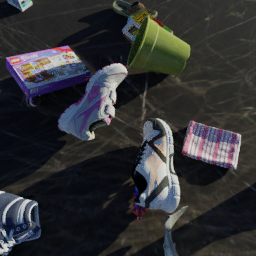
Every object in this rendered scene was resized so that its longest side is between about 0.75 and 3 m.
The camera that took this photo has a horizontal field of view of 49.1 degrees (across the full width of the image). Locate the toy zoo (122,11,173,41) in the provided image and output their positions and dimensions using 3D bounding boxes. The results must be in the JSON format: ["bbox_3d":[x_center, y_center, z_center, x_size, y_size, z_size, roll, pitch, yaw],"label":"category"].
[{"bbox_3d":[0.621,-3.668,10.484,1.189,0.185,1.812,-42,68,-5],"label":"toy zoo"}]

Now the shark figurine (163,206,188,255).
[{"bbox_3d":[1.388,3.228,6.523,1.030,1.475,2.469,6,39,-25],"label":"shark figurine"}]

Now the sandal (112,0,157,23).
[{"bbox_3d":[0.220,-4.665,11.001,1.915,0.547,0.761,23,63,13],"label":"sandal"}]

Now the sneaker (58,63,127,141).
[{"bbox_3d":[-0.791,-0.680,8.235,1.159,1.069,2.627,38,91,14],"label":"sneaker"}]

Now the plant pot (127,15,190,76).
[{"bbox_3d":[1.061,-2.511,9.191,1.682,1.772,1.772,18,60,-11],"label":"plant pot"}]

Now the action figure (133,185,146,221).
[{"bbox_3d":[0.316,1.877,7.459,0.387,0.306,1.182,7,62,-6],"label":"action figure"}]

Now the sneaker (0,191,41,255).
[{"bbox_3d":[-3.013,2.844,6.522,1.477,0.954,2.723,8,58,6],"label":"sneaker"}]

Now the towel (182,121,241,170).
[{"bbox_3d":[2.483,0.482,8.267,1.604,0.240,1.174,16,62,9],"label":"towel"}]

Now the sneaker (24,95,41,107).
[{"bbox_3d":[-3.088,-1.165,9.081,0.528,0.491,1.223,-17,43,23],"label":"sneaker"}]

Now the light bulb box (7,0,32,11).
[{"bbox_3d":[-4.447,-5.345,11.170,0.917,0.925,0.577,34,67,17],"label":"light bulb box"}]

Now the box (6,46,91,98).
[{"bbox_3d":[-2.546,-1.889,9.118,2.228,0.436,1.525,-23,62,-34],"label":"box"}]

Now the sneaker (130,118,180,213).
[{"bbox_3d":[0.618,0.834,7.431,1.092,1.007,2.731,6,53,-15],"label":"sneaker"}]
